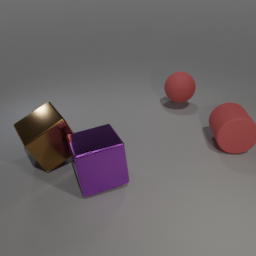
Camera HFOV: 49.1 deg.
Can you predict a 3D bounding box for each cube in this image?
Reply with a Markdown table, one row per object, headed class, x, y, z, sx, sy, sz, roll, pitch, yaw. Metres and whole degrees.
| class | x | y | z | sx | sy | sz | roll | pitch | yaw |
| --- | --- | --- | --- | --- | --- | --- | --- | --- | --- |
| cube | -2.595 | 0.273 | 9.137 | 1.400 | 1.400 | 1.400 | -36 | 43 | -12 |
| cube | -0.901 | 0.907 | 8.275 | 1.400 | 1.400 | 1.400 | -16 | 28 | -15 |

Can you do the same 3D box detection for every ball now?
| class | x | y | z | sx | sy | sz | roll | pitch | yaw |
| --- | --- | --- | --- | --- | --- | --- | --- | --- | --- |
| ball | 2.364 | -1.856 | 12.762 | 1.400 | 1.400 | 1.400 | 0 | 30 | 0 |

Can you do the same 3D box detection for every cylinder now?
| class | x | y | z | sx | sy | sz | roll | pitch | yaw |
| --- | --- | --- | --- | --- | --- | --- | --- | --- | --- |
| cylinder | 3.740 | -0.023 | 10.044 | 1.400 | 1.400 | 1.400 | 1 | 28 | 2 |
